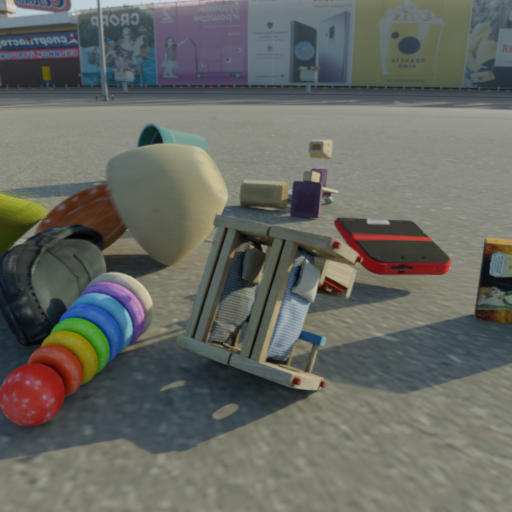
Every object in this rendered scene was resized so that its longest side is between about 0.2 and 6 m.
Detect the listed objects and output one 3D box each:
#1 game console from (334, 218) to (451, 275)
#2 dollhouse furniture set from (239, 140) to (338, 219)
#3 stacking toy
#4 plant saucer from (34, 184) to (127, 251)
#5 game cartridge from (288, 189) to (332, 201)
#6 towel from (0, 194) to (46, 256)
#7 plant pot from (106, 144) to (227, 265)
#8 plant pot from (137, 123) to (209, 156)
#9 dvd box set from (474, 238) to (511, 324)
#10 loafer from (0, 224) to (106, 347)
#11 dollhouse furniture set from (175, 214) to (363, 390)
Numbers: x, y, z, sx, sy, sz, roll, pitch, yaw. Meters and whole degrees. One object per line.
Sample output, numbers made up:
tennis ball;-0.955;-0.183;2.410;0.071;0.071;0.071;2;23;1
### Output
game console;2.183;-0.170;8.966;1.585;0.246;1.402;1;32;-22
dollhouse furniture set;0.857;-1.874;13.772;2.290;1.815;1.625;7;4;27
stacking toy;-1.963;1.003;6.132;0.931;0.931;2.181;5;23;13
plant saucer;-3.129;-0.591;10.375;2.011;0.325;2.011;-13;41;12
game cartridge;1.296;-1.614;14.698;1.191;0.244;0.793;-14;27;-35
towel;-4.296;-0.399;8.533;1.379;0.289;3.205;16;-20;-31
plant pot;-1.328;-1.085;9.547;1.406;2.094;2.094;-28;14;14
plant pot;-2.446;-3.020;16.833;1.696;1.732;1.732;-4;17;-39
dvd box set;3.777;0.403;7.358;1.594;1.166;0.234;7;24;17
loafer;-2.728;0.195;7.774;1.198;1.159;3.413;-20;18;-5
dollhouse furniture set;0.515;0.657;6.789;1.567;1.576;2.236;14;-6;33
